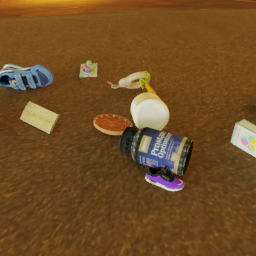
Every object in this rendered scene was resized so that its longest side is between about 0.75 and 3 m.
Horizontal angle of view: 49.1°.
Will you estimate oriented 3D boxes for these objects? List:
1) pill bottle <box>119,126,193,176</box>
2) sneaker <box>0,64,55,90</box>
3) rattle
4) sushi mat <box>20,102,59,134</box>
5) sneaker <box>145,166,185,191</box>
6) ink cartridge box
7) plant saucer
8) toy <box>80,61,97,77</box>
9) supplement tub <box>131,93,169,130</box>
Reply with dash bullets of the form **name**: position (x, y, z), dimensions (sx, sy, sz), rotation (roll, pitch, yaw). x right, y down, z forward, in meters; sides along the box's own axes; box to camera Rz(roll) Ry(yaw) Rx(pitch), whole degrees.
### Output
- **pill bottle**: position (0.898, 0.674, 9.144), dimensions (2.217, 1.240, 1.240), rotation (15, 38, 19)
- **sneaker**: position (-5.005, -2.393, 13.650), dimensions (2.962, 1.095, 1.218), rotation (3, 38, 16)
- **rattle**: position (0.183, -1.792, 13.258), dimensions (2.001, 1.429, 1.303), rotation (-15, 0, -9)
- **sushi mat**: position (-3.504, -0.434, 11.042), dimensions (1.702, 0.103, 0.814), rotation (23, 84, 25)
- **sneaker**: position (1.118, 1.490, 8.537), dimensions (1.241, 0.617, 0.431), rotation (13, 38, 18)
- **ink cartridge box**: position (4.479, 0.484, 9.730), dimensions (0.498, 0.872, 1.679), rotation (-23, 42, -29)
- **plant saucer**: position (-0.589, -0.122, 10.910), dimensions (1.507, 0.243, 1.507), rotation (9, 26, -4)
- **toy**: position (-2.184, -3.328, 15.485), dimensions (0.920, 0.377, 1.598), rotation (-3, 36, -3)
- **supplement tub**: position (0.773, -0.635, 10.579), dimensions (1.279, 1.279, 1.760), rotation (-2, 18, -3)
